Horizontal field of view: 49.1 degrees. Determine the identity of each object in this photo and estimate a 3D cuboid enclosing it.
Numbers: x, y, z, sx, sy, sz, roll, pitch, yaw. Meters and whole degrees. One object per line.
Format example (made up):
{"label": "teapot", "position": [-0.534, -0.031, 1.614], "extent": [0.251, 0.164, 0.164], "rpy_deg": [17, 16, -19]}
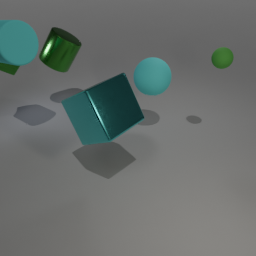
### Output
{"label": "ball", "position": [0.901, -1.892, 10.367], "extent": [1.400, 1.400, 1.400], "rpy_deg": [0, 30, 0]}
{"label": "cylinder", "position": [-3.956, -2.846, 9.317], "extent": [1.400, 1.400, 1.400], "rpy_deg": [17, 34, 39]}
{"label": "ball", "position": [3.138, -2.325, 9.312], "extent": [0.700, 0.700, 0.700], "rpy_deg": [0, 30, 0]}
{"label": "cube", "position": [-4.541, -2.573, 10.648], "extent": [0.700, 0.700, 0.700], "rpy_deg": [18, 37, -43]}
{"label": "cylinder", "position": [-2.937, -3.378, 12.150], "extent": [1.400, 1.400, 1.400], "rpy_deg": [29, 25, -15]}
{"label": "cube", "position": [-0.682, -0.488, 7.666], "extent": [1.400, 1.400, 1.400], "rpy_deg": [-33, 14, -36]}
